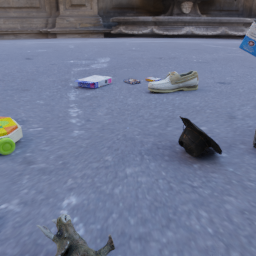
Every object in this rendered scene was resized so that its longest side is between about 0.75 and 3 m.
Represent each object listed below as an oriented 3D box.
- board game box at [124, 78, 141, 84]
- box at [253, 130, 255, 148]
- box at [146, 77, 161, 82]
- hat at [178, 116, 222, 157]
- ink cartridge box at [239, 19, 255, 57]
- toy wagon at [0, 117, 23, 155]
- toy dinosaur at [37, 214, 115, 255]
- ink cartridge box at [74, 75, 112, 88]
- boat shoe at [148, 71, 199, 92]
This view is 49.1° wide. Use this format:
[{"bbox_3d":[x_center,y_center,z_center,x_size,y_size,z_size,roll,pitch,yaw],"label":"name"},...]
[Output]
[{"bbox_3d":[0.209,-2.446,14.678,0.528,0.135,0.779,-16,27,-35],"label":"board game box"},{"bbox_3d":[5.094,0.261,7.042,2.308,0.728,2.926,-20,29,-41],"label":"box"},{"bbox_3d":[1.379,-2.582,14.994,0.474,0.165,0.796,-18,26,-38],"label":"box"},{"bbox_3d":[1.616,0.345,6.915,1.483,0.598,1.483,42,1,-1],"label":"hat"},{"bbox_3d":[3.543,-2.358,6.599,1.083,1.483,0.625,39,40,22],"label":"ink cartridge box"},{"bbox_3d":[-4.168,0.297,7.258,2.593,0.513,2.012,-15,26,-33],"label":"toy wagon"},{"bbox_3d":[-0.544,1.874,3.320,0.975,0.734,1.906,-15,29,-5],"label":"toy dinosaur"},{"bbox_3d":[-1.714,-2.306,14.018,1.079,0.380,1.809,11,21,27],"label":"ink cartridge box"},{"bbox_3d":[2.098,-2.186,13.014,2.554,0.873,0.954,-8,23,-20],"label":"boat shoe"}]
